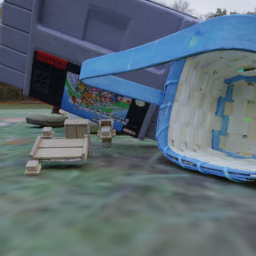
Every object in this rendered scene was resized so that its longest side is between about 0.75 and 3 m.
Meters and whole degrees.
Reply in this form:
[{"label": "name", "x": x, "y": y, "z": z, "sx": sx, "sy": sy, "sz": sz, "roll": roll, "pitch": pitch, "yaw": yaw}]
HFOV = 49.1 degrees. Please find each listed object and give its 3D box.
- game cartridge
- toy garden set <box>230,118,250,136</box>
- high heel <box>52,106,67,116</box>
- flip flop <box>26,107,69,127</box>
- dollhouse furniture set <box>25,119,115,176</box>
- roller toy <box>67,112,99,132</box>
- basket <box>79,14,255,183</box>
[{"label": "game cartridge", "x": -0.355, "y": -0.891, "z": 3.637, "sx": 2.692, "sy": 1.745, "sz": 0.517, "roll": 21, "pitch": 27, "yaw": 2}, {"label": "toy garden set", "x": 2.207, "y": -0.028, "z": 6.047, "sx": 1.286, "sy": 0.308, "sz": 1.543, "roll": 4, "pitch": 6, "yaw": 23}, {"label": "high heel", "x": -3.443, "y": -0.993, "z": 14.611, "sx": 1.185, "sy": 0.845, "sz": 0.423, "roll": 1, "pitch": 5, "yaw": 13}, {"label": "flip flop", "x": -1.913, "y": -0.532, "z": 8.626, "sx": 1.211, "sy": 0.860, "sz": 2.988, "roll": 2, "pitch": 5, "yaw": 25}, {"label": "dollhouse furniture set", "x": -0.504, "y": 0.298, "z": 2.797, "sx": 0.757, "sy": 0.434, "sz": 0.888, "roll": -1, "pitch": 28, "yaw": -2}, {"label": "roller toy", "x": -0.169, "y": -1.192, "z": 6.563, "sx": 2.953, "sy": 2.064, "sz": 2.694, "roll": -10, "pitch": 11, "yaw": 4}, {"label": "basket", "x": 0.740, "y": -0.277, "z": 2.342, "sx": 1.911, "sy": 1.329, "sz": 1.685, "roll": 9, "pitch": -1, "yaw": -36}]
